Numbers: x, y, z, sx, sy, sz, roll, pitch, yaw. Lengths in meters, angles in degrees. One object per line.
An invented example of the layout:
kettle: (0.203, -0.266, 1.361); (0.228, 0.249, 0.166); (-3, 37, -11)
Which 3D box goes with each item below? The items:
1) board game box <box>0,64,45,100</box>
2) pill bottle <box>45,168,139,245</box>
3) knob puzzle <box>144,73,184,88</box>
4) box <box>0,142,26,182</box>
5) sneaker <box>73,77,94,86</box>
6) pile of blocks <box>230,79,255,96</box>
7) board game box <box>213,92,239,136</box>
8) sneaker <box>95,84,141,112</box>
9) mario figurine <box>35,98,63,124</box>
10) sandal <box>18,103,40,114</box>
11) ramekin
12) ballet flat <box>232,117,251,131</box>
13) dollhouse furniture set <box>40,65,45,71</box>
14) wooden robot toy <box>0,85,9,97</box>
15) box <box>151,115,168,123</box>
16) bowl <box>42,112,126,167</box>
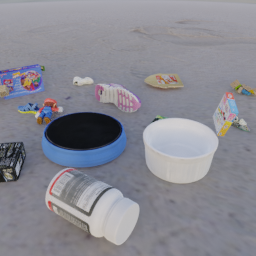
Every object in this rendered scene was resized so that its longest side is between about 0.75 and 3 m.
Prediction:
board game box: (-5.082, -2.224, 13.416); (1.913, 1.286, 0.428); (-18, 35, -27)
pill bottle: (-0.855, 1.863, 6.780); (2.084, 1.187, 1.187); (20, 36, 28)
knob puzzle: (1.800, -2.412, 14.688); (2.082, 0.289, 2.082); (0, 32, 0)
box: (-3.888, 1.051, 8.699); (1.088, 0.572, 1.328); (-4, 31, -6)
sneaker: (-2.349, -2.379, 14.653); (1.086, 0.406, 0.541); (4, 50, 7)
pile of blocks: (5.707, -1.855, 13.764); (1.396, 0.573, 0.434); (35, 2, 31)
board game box: (2.879, -0.397, 8.343); (0.215, 1.067, 0.816); (6, 50, -5)
sneaker: (-0.307, -1.485, 12.580); (2.501, 1.006, 1.106); (24, 31, 36)
mario figurine: (-3.282, -0.623, 11.683); (0.877, 0.753, 1.421); (30, 38, -19)
sandal: (-4.215, -0.885, 12.005); (1.100, 0.479, 0.437); (3, 33, 9)
ramekin: (1.586, 0.695, 8.783); (2.255, 1.099, 2.255); (0, 32, 0)
ballet flat: (4.330, -0.232, 11.017); (0.393, 0.393, 1.092); (-23, 39, -33)
dollhouse furniture set: (-5.238, -3.189, 15.711); (0.440, 0.569, 1.139); (18, 35, 26)
wooden robot toy: (-6.470, -1.148, 12.363); (2.392, 1.054, 1.085); (-10, 68, -18)
box: (1.312, -0.154, 11.074); (0.713, 0.179, 0.988); (15, 33, 22)
bowl: (-1.535, 0.266, 9.883); (2.966, 0.582, 2.966); (1, 30, -1)
